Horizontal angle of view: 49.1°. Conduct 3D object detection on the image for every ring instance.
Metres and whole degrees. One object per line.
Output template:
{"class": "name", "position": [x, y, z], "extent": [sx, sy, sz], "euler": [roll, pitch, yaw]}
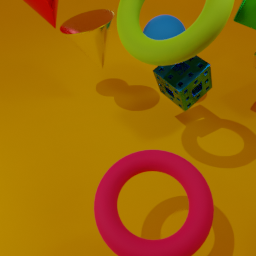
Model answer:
{"class": "ring", "position": [0.687, -1.979, 4.551], "extent": [1.994, 0.399, 1.994], "euler": [-7, 77, 30]}
{"class": "ring", "position": [0.385, 1.169, 4.383], "extent": [1.856, 0.371, 1.856], "euler": [-3, 56, 4]}

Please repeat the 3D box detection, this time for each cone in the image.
{"class": "cone", "position": [-0.877, -2.155, 7.440], "extent": [1.415, 1.421, 1.415], "euler": [-9, 41, 8]}
{"class": "cone", "position": [-2.084, -3.078, 7.266], "extent": [1.075, 1.079, 1.075], "euler": [-7, 47, 8]}

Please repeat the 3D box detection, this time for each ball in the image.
{"class": "ball", "position": [0.994, -2.459, 7.717], "extent": [1.229, 1.229, 1.229], "euler": [0, 44, 0]}

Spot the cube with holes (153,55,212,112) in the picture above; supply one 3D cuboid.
{"class": "cube with holes", "position": [1.397, -1.231, 7.076], "extent": [0.975, 0.975, 0.975], "euler": [-42, 59, -4]}

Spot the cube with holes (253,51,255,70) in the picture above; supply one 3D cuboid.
{"class": "cube with holes", "position": [4.018, -1.953, 7.580], "extent": [0.837, 0.837, 0.837], "euler": [37, 93, 29]}

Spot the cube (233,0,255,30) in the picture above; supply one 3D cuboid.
{"class": "cube", "position": [3.111, -2.805, 5.769], "extent": [1.192, 1.192, 1.192], "euler": [26, 78, 9]}
